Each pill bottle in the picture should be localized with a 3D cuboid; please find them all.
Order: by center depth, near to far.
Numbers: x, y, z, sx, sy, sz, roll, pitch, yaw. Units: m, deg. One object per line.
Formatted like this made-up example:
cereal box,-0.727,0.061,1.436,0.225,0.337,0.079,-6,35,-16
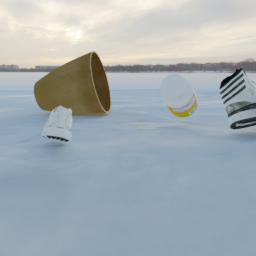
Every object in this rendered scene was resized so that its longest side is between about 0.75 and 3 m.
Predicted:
pill bottle,1.598,-1.011,8.813,0.990,0.990,1.783,5,-12,23

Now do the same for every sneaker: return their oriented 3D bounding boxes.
sneaker,-1.439,-0.066,5.898,0.627,0.677,1.669,12,-7,-20
sneaker,3.692,-0.948,7.839,2.870,1.651,1.083,-5,-18,-33

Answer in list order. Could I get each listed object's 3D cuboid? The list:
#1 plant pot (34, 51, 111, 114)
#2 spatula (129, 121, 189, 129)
plant pot,-2.225,-1.525,10.908,2.561,2.387,2.387,-10,9,10
spatula,0.943,-0.093,8.520,1.622,0.130,1.127,-2,5,-11
